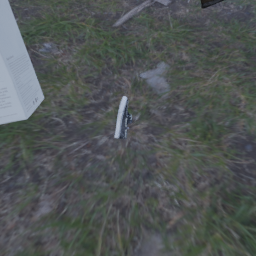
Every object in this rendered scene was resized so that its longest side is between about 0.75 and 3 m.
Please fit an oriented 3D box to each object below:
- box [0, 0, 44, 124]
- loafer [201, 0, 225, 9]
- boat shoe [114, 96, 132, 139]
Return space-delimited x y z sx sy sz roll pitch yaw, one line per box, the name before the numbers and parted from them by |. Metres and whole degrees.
box | -2.456 -1.139 4.613 1.295 2.082 1.015 -10 25 6
loafer | 2.620 -3.990 8.404 0.500 0.489 1.370 -2 26 45
boat shoe | -0.061 -0.197 5.863 0.321 0.947 0.340 9 21 -4
